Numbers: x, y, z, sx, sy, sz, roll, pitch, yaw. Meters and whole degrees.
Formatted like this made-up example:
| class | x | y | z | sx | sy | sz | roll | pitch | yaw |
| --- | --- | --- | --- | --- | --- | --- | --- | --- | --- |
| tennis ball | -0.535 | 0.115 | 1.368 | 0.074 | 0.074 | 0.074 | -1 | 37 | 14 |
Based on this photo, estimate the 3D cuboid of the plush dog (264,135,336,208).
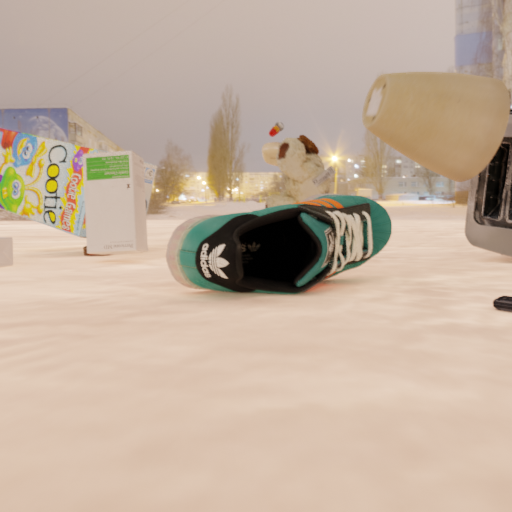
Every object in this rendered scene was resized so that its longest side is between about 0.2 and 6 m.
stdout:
| class | x | y | z | sx | sy | sz | roll | pitch | yaw |
| --- | --- | --- | --- | --- | --- | --- | --- | --- | --- |
| plush dog | 1.284 | -1.916 | 14.165 | 1.823 | 2.272 | 1.951 | 12 | 29 | 0 |

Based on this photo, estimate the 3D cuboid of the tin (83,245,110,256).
| class | x | y | z | sx | sy | sz | roll | pitch | yaw |
| --- | --- | --- | --- | --- | --- | --- | --- | --- | --- |
| tin | -2.990 | -0.133 | 10.719 | 0.522 | 0.195 | 0.932 | 2 | 9 | -1 |

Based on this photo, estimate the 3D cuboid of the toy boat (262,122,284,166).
| class | x | y | z | sx | sy | sz | roll | pitch | yaw |
| --- | --- | --- | --- | --- | --- | --- | --- | --- | --- |
| toy boat | 0.569 | -2.771 | 14.026 | 0.929 | 1.106 | 0.514 | 14 | 45 | 28 |

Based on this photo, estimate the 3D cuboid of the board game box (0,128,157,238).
| class | x | y | z | sx | sy | sz | roll | pitch | yaw |
| --- | --- | --- | --- | --- | --- | --- | --- | --- | --- |
| board game box | -3.862 | -1.463 | 11.401 | 3.173 | 1.634 | 1.664 | 17 | 6 | 30 |

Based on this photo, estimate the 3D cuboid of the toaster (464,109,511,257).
| class | x | y | z | sx | sy | sz | roll | pitch | yaw |
| --- | --- | --- | --- | --- | --- | --- | --- | --- | --- |
| toaster | 4.862 | -1.073 | 8.842 | 1.664 | 2.804 | 2.536 | -7 | 15 | -36 |

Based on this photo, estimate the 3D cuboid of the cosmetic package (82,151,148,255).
| class | x | y | z | sx | sy | sz | roll | pitch | yaw |
| --- | --- | --- | --- | --- | --- | --- | --- | --- | --- |
| cosmetic package | -2.290 | -0.838 | 9.173 | 0.867 | 1.611 | 0.683 | -5 | -3 | 5 |

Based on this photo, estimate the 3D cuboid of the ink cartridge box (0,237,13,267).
| class | x | y | z | sx | sy | sz | roll | pitch | yaw |
| --- | --- | --- | --- | --- | --- | --- | --- | --- | --- |
| ink cartridge box | -4.467 | -0.052 | 8.366 | 1.359 | 0.453 | 0.787 | 1 | 5 | 12 |

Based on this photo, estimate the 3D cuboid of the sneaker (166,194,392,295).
| class | x | y | z | sx | sy | sz | roll | pitch | yaw |
| --- | --- | --- | --- | --- | --- | --- | --- | --- | --- |
| sneaker | 0.589 | -0.093 | 5.997 | 2.922 | 1.043 | 1.168 | -12 | 12 | -34 |

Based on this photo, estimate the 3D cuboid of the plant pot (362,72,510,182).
| class | x | y | z | sx | sy | sz | roll | pitch | yaw |
| --- | --- | --- | --- | --- | --- | --- | --- | --- | --- |
| plant pot | 2.207 | -1.813 | 7.322 | 1.487 | 1.393 | 1.393 | 12 | 2 | -13 |

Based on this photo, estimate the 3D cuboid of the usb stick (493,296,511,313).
| class | x | y | z | sx | sy | sz | roll | pitch | yaw |
| --- | --- | --- | --- | --- | --- | --- | --- | --- | --- |
| usb stick | 2.297 | 0.429 | 4.476 | 0.224 | 0.132 | 0.807 | -8 | 9 | -32 |
